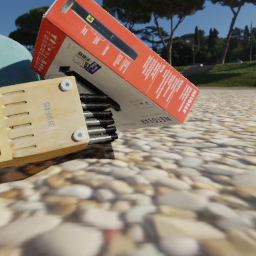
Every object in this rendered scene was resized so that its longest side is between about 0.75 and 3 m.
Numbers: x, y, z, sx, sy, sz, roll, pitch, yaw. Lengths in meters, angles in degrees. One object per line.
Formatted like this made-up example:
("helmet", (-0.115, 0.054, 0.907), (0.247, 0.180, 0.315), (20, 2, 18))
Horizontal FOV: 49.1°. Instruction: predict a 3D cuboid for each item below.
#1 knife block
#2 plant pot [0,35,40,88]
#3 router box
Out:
("knife block", (-1.353, 0.071, 4.052), (2.566, 0.821, 2.252), (-13, -6, -16))
("plant pot", (-2.938, -1.072, 6.148), (2.409, 1.623, 2.409), (14, -15, 4))
("router box", (-0.451, -0.891, 4.923), (2.348, 0.639, 2.617), (35, -15, -17))
